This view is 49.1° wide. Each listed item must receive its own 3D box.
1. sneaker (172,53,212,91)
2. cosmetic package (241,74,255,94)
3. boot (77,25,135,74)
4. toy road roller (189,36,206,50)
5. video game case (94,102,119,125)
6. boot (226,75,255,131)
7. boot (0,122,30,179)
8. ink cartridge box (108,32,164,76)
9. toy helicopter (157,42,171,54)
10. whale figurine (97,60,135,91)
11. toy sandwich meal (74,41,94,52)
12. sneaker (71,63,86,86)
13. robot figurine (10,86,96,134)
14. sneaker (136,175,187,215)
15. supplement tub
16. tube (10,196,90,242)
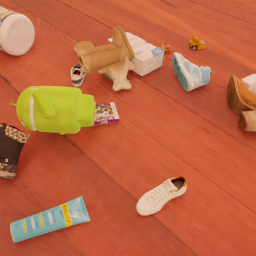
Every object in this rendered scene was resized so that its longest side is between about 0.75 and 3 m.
[{"bbox_3d":[3.028,-2.726,13.074,1.488,0.906,2.279,-12,58,-8],"label":"sneaker"},{"bbox_3d":[5.325,-1.834,12.302,0.797,0.799,0.491,-24,53,-21],"label":"cosmetic package"},{"bbox_3d":[-1.115,-3.509,12.254,2.334,0.772,2.044,-19,63,-16],"label":"boot"},{"bbox_3d":[3.700,-4.557,14.885,0.847,0.619,0.521,-7,48,-7],"label":"toy road roller"},{"bbox_3d":[-1.077,-0.591,11.457,1.264,0.226,1.146,-7,42,-11],"label":"video game case"},{"bbox_3d":[5.418,-1.072,11.412,2.228,1.100,2.869,-4,48,-4],"label":"boot"},{"bbox_3d":[-4.552,0.596,9.596,2.235,0.818,1.683,22,85,14],"label":"boot"},{"bbox_3d":[0.324,-3.732,13.916,1.491,0.872,2.570,-31,55,-31],"label":"ink cartridge box"},{"bbox_3d":[1.756,-4.221,14.749,1.030,0.406,0.681,-4,45,0],"label":"toy helicopter"},{"bbox_3d":[-0.574,-2.628,13.001,1.803,1.176,2.266,-12,72,-18],"label":"whale figurine"},{"bbox_3d":[-2.303,-4.163,14.722,1.142,0.391,1.142,0,51,0],"label":"toy sandwich meal"},{"bbox_3d":[-2.314,-2.688,13.206,0.623,0.631,1.590,-1,46,1],"label":"sneaker"},{"bbox_3d":[-2.610,-0.661,9.962,2.817,2.471,1.629,4,78,-1],"label":"robot figurine"},{"bbox_3d":[1.059,2.024,8.834,1.871,0.792,0.681,-27,55,-21],"label":"sneaker"},{"bbox_3d":[-6.510,-5.119,14.420,2.832,2.049,2.049,26,53,21],"label":"supplement tub"},{"bbox_3d":[-2.317,2.765,8.395,2.197,0.554,0.851,-15,61,-18],"label":"tube"}]
